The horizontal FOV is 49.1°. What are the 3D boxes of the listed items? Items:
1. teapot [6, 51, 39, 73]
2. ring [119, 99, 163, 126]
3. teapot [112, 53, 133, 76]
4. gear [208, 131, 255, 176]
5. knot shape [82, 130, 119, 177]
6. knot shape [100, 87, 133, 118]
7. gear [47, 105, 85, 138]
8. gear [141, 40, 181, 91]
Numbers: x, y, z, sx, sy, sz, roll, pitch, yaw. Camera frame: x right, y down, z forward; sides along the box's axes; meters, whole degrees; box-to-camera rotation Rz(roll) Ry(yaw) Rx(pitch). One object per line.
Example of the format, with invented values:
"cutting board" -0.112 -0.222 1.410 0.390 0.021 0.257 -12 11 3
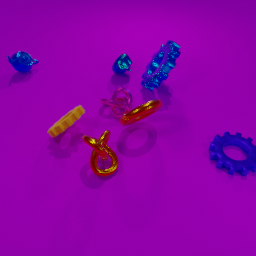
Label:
"teapot" -3.814 -2.413 10.057 1.273 0.623 0.792 -6 73 -46
"ring" 0.366 -0.424 7.895 1.338 1.338 0.268 -24 84 -22
"teapot" -0.154 -2.255 10.123 0.645 0.819 1.317 38 21 -3
"gear" 2.918 0.675 7.641 1.359 0.251 1.359 0 46 0
"knot shape" -0.728 0.543 7.157 0.577 1.168 1.248 -18 56 18
"knot shape" -0.257 -0.864 8.950 1.112 0.514 1.040 28 52 25
"gear" -1.736 -0.194 7.905 1.166 0.216 1.166 -35 15 11
"gear" 1.064 -2.083 9.358 0.325 1.755 1.755 29 43 -19
